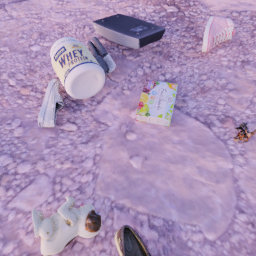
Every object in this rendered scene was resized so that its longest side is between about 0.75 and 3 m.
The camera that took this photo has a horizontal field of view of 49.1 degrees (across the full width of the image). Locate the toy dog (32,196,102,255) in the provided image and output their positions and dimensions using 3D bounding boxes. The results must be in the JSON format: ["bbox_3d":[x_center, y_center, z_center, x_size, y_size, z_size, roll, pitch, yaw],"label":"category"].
[{"bbox_3d":[-1.555,2.648,7.563,1.719,1.199,1.667,-13,64,-11],"label":"toy dog"}]

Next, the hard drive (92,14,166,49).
[{"bbox_3d":[-0.015,-4.382,12.574,2.941,0.622,1.984,32,48,32],"label":"hard drive"}]

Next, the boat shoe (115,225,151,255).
[{"bbox_3d":[0.283,3.541,7.118,0.813,0.719,2.220,-25,63,-18],"label":"boat shoe"}]

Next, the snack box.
[{"bbox_3d":[1.107,-0.979,10.589,1.291,0.481,1.815,11,55,8],"label":"snack box"}]

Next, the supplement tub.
[{"bbox_3d":[-2.014,-2.370,10.913,1.596,1.596,2.201,-24,57,-16],"label":"supplement tub"}]

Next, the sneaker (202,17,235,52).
[{"bbox_3d":[4.145,-4.255,12.682,1.275,0.918,2.440,15,51,17],"label":"sneaker"}]

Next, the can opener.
[{"bbox_3d":[-1.186,-3.158,11.979,0.618,0.781,2.349,-37,52,12],"label":"can opener"}]

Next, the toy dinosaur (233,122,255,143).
[{"bbox_3d":[4.113,0.189,9.862,0.963,0.492,0.653,-10,67,-30],"label":"toy dinosaur"}]

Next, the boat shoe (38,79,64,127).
[{"bbox_3d":[-2.747,-0.939,10.422,0.687,0.752,2.091,8,54,-1],"label":"boat shoe"}]
